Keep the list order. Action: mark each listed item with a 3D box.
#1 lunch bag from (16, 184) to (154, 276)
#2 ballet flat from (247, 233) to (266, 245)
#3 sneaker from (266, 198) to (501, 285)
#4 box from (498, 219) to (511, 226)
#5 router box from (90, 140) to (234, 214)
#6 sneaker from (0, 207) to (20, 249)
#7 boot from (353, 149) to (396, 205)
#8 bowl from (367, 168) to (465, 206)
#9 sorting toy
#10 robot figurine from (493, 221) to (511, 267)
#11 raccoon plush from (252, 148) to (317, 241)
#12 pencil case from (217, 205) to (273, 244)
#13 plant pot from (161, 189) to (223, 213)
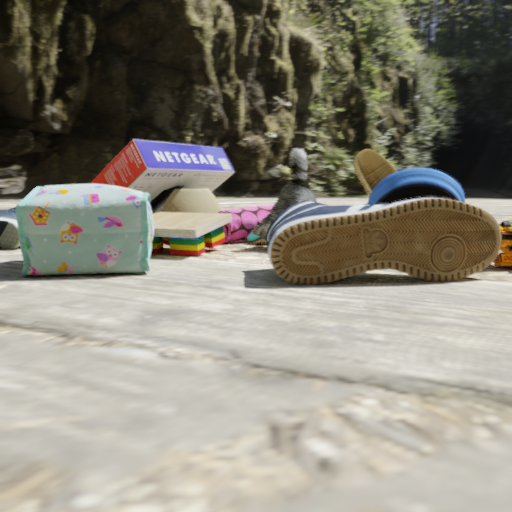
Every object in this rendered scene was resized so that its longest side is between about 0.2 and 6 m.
[{"bbox_3d":[-2.749,-0.519,9.453,2.018,1.445,2.369,-2,14,-10],"label":"lunch bag"},{"bbox_3d":[0.650,-0.655,12.946,1.806,0.607,0.615,-35,26,0],"label":"ballet flat"},{"bbox_3d":[1.802,-0.308,8.716,3.460,1.213,1.877,-4,10,-7],"label":"sneaker"},{"bbox_3d":[7.047,-0.927,12.850,2.437,0.486,1.669,-17,0,-7],"label":"box"},{"bbox_3d":[-2.803,-1.756,15.026,3.135,0.853,3.494,-35,-14,32],"label":"router box"},{"bbox_3d":[-5.889,-0.761,12.708,2.337,0.888,1.689,11,20,9],"label":"sneaker"},{"bbox_3d":[2.687,-1.298,12.805,0.811,2.229,1.732,-45,10,-17],"label":"boot"},{"bbox_3d":[3.330,-0.932,11.716,1.986,1.986,0.390,2,47,11],"label":"bowl"},{"bbox_3d":[-1.635,-0.434,11.449,1.779,0.623,1.789,3,15,20],"label":"sorting toy"},{"bbox_3d":[4.519,-0.229,9.971,1.792,0.720,2.472,1,7,6],"label":"robot figurine"},{"bbox_3d":[0.585,-1.189,12.118,1.325,1.978,0.957,-9,-20,33],"label":"raccoon plush"},{"bbox_3d":[-0.124,-0.724,13.460,1.882,0.882,0.854,-5,52,-37],"label":"pencil case"},{"bbox_3d":[-1.664,-1.100,14.484,1.889,1.268,1.889,-1,7,0],"label":"plant pot"}]
